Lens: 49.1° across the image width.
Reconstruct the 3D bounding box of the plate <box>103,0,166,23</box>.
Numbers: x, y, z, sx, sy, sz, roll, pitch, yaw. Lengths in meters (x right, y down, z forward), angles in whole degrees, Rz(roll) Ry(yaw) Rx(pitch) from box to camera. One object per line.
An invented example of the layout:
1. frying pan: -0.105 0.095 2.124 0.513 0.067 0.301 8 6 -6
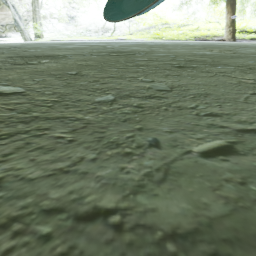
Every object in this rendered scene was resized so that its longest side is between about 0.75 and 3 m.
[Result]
1. plate: 0.360 -2.187 4.197 1.796 0.229 1.796 -27 41 26
